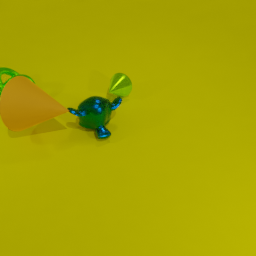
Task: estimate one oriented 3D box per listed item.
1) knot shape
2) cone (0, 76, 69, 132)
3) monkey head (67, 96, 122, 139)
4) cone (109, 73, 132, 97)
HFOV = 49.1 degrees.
[{"bbox_3d":[-3.847,-1.396,9.207,1.568,0.724,1.467,-18,66,-11],"label":"knot shape"},{"bbox_3d":[-2.290,-0.557,7.595,1.560,1.554,1.554,9,42,17],"label":"cone"},{"bbox_3d":[-0.870,-0.339,8.064,1.661,1.001,1.195,-15,45,-24],"label":"monkey head"},{"bbox_3d":[-0.418,-1.290,9.153,0.843,0.843,0.846,18,31,19],"label":"cone"}]
